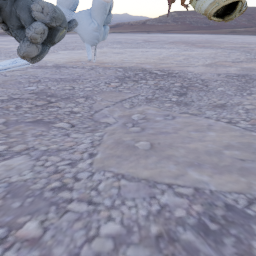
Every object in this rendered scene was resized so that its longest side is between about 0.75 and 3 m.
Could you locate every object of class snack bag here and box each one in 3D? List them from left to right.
[{"bbox_3d":[-3.559,-1.958,8.639,1.596,0.181,1.693,-13,25,1],"label":"snack bag"}]

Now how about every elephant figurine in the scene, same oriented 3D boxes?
[{"bbox_3d":[-2.068,-2.148,4.953,1.824,1.291,1.415,37,-1,1],"label":"elephant figurine"}]

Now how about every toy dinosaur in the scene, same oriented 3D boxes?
[{"bbox_3d":[0.689,-1.750,3.433,0.325,0.758,0.514,58,16,18],"label":"toy dinosaur"}]

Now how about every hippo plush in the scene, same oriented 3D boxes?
[{"bbox_3d":[-1.566,-3.463,9.095,1.780,2.214,1.763,19,11,0],"label":"hippo plush"}]

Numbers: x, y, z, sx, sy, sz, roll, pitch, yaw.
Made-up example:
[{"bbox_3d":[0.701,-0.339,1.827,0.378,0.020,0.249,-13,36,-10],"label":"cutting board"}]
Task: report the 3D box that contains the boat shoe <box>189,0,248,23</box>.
[{"bbox_3d":[2.935,-3.617,8.458,2.848,1.039,0.896,-13,64,-48],"label":"boat shoe"}]
